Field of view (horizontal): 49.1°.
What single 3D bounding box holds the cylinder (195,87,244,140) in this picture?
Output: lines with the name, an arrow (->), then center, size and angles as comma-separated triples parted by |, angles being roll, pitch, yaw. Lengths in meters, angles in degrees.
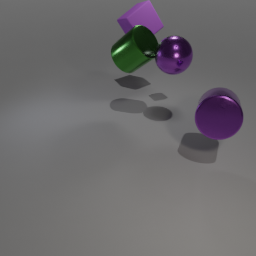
cylinder -> 2.910, -0.497, 8.990 | 1.400, 1.400, 1.400 | 9, 20, 15

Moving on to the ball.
ball -> 1.680, -2.670, 10.325 | 1.400, 1.400, 1.400 | 0, 30, 0

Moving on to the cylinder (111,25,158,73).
cylinder -> 0.270, -3.091, 11.092 | 1.400, 1.400, 1.400 | -24, 6, 47

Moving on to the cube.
cube -> 0.575, -5.050, 13.500 | 1.400, 1.400, 1.400 | -40, 27, -6
